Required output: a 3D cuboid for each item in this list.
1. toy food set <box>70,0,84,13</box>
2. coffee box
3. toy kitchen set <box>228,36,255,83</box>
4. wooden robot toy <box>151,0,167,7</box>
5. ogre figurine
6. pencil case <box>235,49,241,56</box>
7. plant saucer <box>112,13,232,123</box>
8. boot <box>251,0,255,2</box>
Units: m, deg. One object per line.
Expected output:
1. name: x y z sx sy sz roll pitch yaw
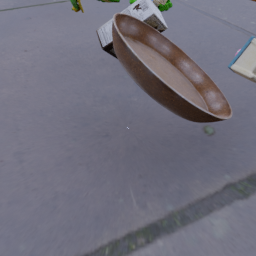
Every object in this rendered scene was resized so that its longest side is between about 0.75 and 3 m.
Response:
1. toy food set: -1.867 -4.406 9.268 0.428 1.311 0.771 -16 47 3
2. coffee box: 0.083 -2.359 6.739 1.474 0.833 0.588 -28 71 25
3. toy kitchen set: 2.889 -1.587 5.818 1.785 1.430 1.052 13 29 -47
4. wooden robot toy: 0.621 -3.565 7.358 0.533 0.518 1.176 21 38 -30
5. ogre figurine: 0.034 -4.698 8.557 2.928 1.755 1.436 13 16 8
6. pencil case: 2.747 -1.593 6.642 0.380 0.398 0.919 -21 20 27
7. plant saucer: 0.792 -1.104 5.465 2.900 0.499 2.900 30 31 -21
8. boot: 3.541 -3.135 6.763 1.678 0.590 1.201 13 50 22
